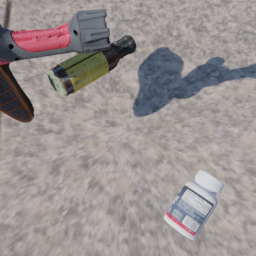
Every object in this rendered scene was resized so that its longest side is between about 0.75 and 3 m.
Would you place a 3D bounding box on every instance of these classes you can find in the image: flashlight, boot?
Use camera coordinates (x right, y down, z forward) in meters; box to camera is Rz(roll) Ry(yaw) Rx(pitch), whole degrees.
[{"bbox_3d":[-1.464,-1.442,4.378,2.332,0.792,0.789,-10,20,-3],"label":"flashlight"},{"bbox_3d":[-2.600,-1.365,5.761,0.949,2.541,1.232,-18,30,29],"label":"boot"}]

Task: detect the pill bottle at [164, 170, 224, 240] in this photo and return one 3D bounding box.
[{"bbox_3d":[1.061,1.186,4.420,0.580,0.580,0.970,33,84,18],"label":"pill bottle"}]

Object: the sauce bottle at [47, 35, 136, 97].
[{"bbox_3d":[-0.708,-1.458,6.251,2.168,0.702,0.702,-34,65,-26],"label":"sauce bottle"}]
